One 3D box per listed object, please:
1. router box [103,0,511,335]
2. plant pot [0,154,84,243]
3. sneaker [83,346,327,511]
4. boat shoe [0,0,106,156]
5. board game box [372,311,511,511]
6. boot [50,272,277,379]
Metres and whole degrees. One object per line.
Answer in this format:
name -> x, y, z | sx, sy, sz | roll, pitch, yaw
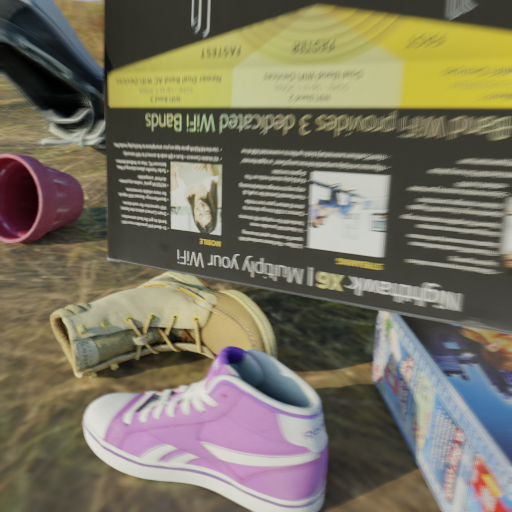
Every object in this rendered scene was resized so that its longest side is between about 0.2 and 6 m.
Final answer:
router box -> 0.679, -1.390, 4.512 | 4.291, 3.374, 1.121 | 9, 13, 29
plant pot -> -3.725, -0.971, 9.557 | 1.456, 1.456, 1.303 | 10, 9, 24
sneaker -> -0.457, 1.148, 4.395 | 2.113, 1.205, 0.766 | 7, 25, 20
boat shoe -> -1.736, -1.471, 5.555 | 0.893, 2.418, 0.826 | -8, 60, 14
board game box -> 2.605, 1.482, 3.779 | 3.322, 1.025, 3.320 | 3, 23, 7
boot -> -1.005, 0.812, 5.733 | 1.702, 0.797, 2.189 | -16, 26, -35
